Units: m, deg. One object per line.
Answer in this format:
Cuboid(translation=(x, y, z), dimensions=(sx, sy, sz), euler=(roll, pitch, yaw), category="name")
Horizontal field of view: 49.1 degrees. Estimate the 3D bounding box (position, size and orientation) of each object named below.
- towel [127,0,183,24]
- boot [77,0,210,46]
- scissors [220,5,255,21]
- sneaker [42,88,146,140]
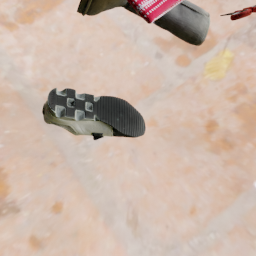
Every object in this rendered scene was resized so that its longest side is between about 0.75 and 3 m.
Cuboid(translation=(0.109, -3.222, 4.597), dimensions=(1.953, 0.304, 2.701), euler=(-43, 97, -25), category="towel")
Cuboid(translation=(0.467, -2.449, 5.906), dimensions=(2.601, 0.944, 2.365), euler=(33, 51, -13), category="boot")
Cuboid(translation=(2.401, -2.425, 5.853), dimensions=(0.742, 2.028, 0.141), euler=(-17, 107, 17), category="scissors")
Cuboid(translation=(-0.566, -0.155, 4.776), dimensions=(1.776, 0.786, 0.658), euler=(16, 59, -24), category="sneaker")
